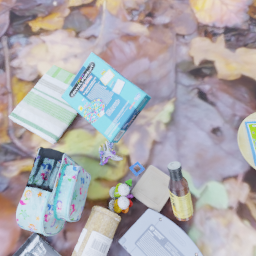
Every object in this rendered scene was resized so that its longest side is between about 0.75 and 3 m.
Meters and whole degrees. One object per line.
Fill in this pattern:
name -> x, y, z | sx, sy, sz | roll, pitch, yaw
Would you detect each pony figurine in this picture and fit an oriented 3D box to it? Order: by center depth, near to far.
pony figurine -> -0.679, 0.888, 9.734 | 0.827, 0.713, 0.856 | -13, 64, 29

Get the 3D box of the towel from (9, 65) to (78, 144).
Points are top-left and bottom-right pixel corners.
towel -> -2.807, -0.962, 10.747 | 2.147, 0.442, 2.878 | 28, 65, 10

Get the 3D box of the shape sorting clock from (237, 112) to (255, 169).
shape sorting clock -> 5.041, 0.519, 9.929 | 2.374, 0.466, 2.374 | 2, 67, -4

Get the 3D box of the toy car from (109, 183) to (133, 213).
toy car -> -0.158, 2.267, 9.019 | 0.706, 0.824, 0.942 | 18, 59, -30

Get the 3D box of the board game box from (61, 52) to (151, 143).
board game box -> -0.762, -0.999, 9.145 | 2.458, 0.577, 1.856 | 41, 101, 20

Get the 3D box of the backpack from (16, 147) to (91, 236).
backpack -> -2.185, 1.993, 8.365 | 1.758, 2.073, 2.335 | 16, 70, 12

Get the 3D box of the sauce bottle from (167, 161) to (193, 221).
sauce bottle -> 1.389, 1.707, 7.580 | 0.581, 1.760, 0.581 | -12, 24, 6

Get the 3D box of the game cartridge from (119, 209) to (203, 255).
game cartridge -> 1.117, 3.718, 8.430 | 1.618, 0.491, 2.427 | -43, 72, -14

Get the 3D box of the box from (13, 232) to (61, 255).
box -> -2.652, 4.034, 8.302 | 1.458, 0.363, 1.150 | 36, 69, 16

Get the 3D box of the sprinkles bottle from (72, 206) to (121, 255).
sprinkles bottle -> -1.160, 3.772, 8.091 | 0.979, 0.979, 2.869 | 20, 66, 9

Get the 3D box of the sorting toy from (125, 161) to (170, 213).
sorting toy -> 0.881, 2.025, 9.327 | 2.143, 0.292, 1.207 | 33, 73, 15
